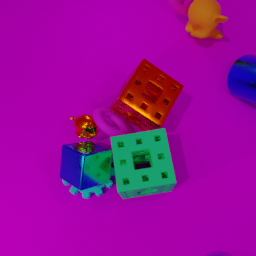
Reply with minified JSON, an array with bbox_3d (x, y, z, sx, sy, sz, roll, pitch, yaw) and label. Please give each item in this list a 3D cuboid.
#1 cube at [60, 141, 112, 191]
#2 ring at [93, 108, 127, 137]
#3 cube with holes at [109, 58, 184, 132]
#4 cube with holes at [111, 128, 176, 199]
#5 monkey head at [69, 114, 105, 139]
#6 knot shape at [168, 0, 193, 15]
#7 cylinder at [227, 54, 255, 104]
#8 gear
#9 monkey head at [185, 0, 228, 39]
[{"bbox_3d":[-1.080,0.917,7.105,0.908,0.908,0.908,19,107,41],"label":"cube"},{"bbox_3d":[-0.470,-0.140,7.548,1.081,1.081,0.216,47,114,16],"label":"ring"},{"bbox_3d":[0.453,-0.824,7.662,1.295,1.295,1.295,33,76,-9],"label":"cube with holes"},{"bbox_3d":[0.379,0.957,7.132,1.336,1.336,1.336,-9,69,1],"label":"cube with holes"},{"bbox_3d":[-1.098,-0.070,7.791,1.111,0.799,0.669,6,100,23],"label":"monkey head"},{"bbox_3d":[2.016,-4.644,9.254,0.881,1.784,1.906,33,102,12],"label":"knot shape"},{"bbox_3d":[3.731,-1.340,7.881,1.301,1.301,1.301,-29,29,-11],"label":"cylinder"},{"bbox_3d":[-1.074,1.167,7.712,1.467,0.271,1.467,0,68,0],"label":"gear"},{"bbox_3d":[2.574,-3.449,8.886,1.393,1.166,1.936,4,40,-24],"label":"monkey head"}]
